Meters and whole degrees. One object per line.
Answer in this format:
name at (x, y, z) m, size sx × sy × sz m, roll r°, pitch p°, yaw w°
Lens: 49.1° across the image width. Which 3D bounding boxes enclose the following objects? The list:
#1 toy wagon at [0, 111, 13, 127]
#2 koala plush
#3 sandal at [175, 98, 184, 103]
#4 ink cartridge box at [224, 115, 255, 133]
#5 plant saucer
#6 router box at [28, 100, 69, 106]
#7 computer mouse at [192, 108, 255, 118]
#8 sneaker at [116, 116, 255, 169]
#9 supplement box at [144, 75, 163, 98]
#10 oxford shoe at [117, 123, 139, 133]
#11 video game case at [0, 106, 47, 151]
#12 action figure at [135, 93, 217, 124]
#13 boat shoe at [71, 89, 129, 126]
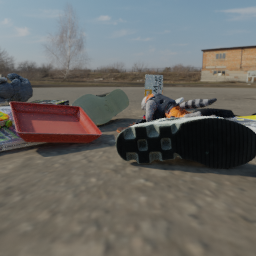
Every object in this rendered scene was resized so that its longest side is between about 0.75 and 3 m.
toy wagon at (-3.053, -0.156, 6.102) m, size 0.740 × 0.189 × 0.954 m, roll 21°, pitch 21°, yaw 19°
koala plush at (-6.751, -2.188, 16.011) m, size 1.863 × 1.798 × 2.027 m, roll 17°, pitch 13°, yaw 27°
sandal at (2.372, -1.110, 13.463) m, size 0.603 × 0.364 × 1.481 m, roll -18°, pitch 12°, yaw 40°
ink cartridge box at (3.511, 0.033, 6.856) m, size 2.098 × 0.499 × 2.123 m, roll -4°, pitch 8°, yaw -24°
plant saucer at (-1.762, -0.114, 6.609) m, size 1.827 × 0.335 × 1.824 m, roll 3°, pitch 23°, yaw -29°
router box at (-3.202, -0.784, 11.176) m, size 1.334 × 0.553 × 1.780 m, roll 0°, pitch 11°, yaw 2°
computer mouse at (3.275, -0.209, 8.562) m, size 2.905 × 0.494 × 0.852 m, roll 3°, pitch -15°, yaw -11°
sneaker at (1.039, 0.146, 5.014) m, size 2.346 × 0.869 × 1.038 m, roll 3°, pitch 13°, yaw 13°
supplement box at (1.079, -1.390, 11.619) m, size 0.721 × 1.235 × 1.960 m, roll 3°, pitch -1°, yaw 7°
oxford shoe at (0.150, 0.014, 7.262) m, size 0.965 × 0.350 × 0.343 m, roll 5°, pitch 11°, yaw 26°
video game case at (-3.010, -0.026, 6.367) m, size 1.920 × 0.224 × 1.746 m, roll 29°, pitch 26°, yaw 34°
action figure at (1.403, -0.501, 7.944) m, size 2.243 × 1.213 × 2.319 m, roll 19°, pitch 21°, yaw 33°
boat shoe at (-1.027, -0.592, 9.253) m, size 0.908 × 1.060 × 2.898 m, roll -27°, pitch 2°, yaw 33°
